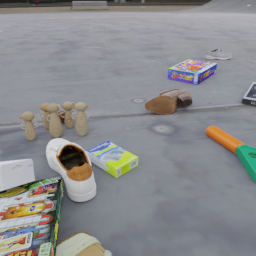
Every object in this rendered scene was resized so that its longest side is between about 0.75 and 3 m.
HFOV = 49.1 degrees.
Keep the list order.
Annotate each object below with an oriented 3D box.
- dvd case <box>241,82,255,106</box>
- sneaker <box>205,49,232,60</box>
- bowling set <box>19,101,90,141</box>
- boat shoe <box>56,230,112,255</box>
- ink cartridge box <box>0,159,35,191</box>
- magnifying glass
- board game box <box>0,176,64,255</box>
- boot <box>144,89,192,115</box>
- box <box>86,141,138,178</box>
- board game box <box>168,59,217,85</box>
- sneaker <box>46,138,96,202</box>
[{"bbox_3d":[5.127,-1.166,10.070,1.595,0.262,2.122,15,30,27],"label":"dvd case"},{"bbox_3d":[5.027,-4.084,15.407,1.430,0.586,0.534,-1,27,-3],"label":"sneaker"},{"bbox_3d":[-2.006,-0.391,7.769,1.811,0.972,1.260,-6,28,-12],"label":"bowling set"},{"bbox_3d":[-1.124,2.169,2.811,1.090,1.025,2.861,29,38,32],"label":"boat shoe"},{"bbox_3d":[-2.295,0.838,4.970,1.029,0.435,0.743,-9,0,28],"label":"ink cartridge box"},{"bbox_3d":[2.845,0.646,6.556,1.114,0.313,2.798,-12,31,-22],"label":"magnifying glass"},{"bbox_3d":[-1.736,1.336,3.964,1.531,0.343,2.922,-11,8,-10],"label":"board game box"},{"bbox_3d":[1.291,-0.950,9.400,1.766,0.620,1.291,-4,21,-10],"label":"boot"},{"bbox_3d":[-0.420,0.671,6.469,1.173,0.279,0.715,25,35,38],"label":"box"},{"bbox_3d":[2.910,-2.557,12.548,1.424,0.474,2.118,18,32,31],"label":"board game box"},{"bbox_3d":[-1.239,0.555,5.993,0.802,0.933,2.203,-16,30,-26],"label":"sneaker"}]
